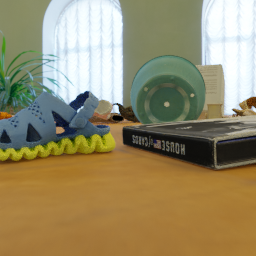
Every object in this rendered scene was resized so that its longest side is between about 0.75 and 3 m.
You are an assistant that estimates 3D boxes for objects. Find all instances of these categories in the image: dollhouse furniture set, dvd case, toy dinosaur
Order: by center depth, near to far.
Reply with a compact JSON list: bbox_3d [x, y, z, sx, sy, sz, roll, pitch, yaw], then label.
[{"bbox_3d":[1.485,0.049,3.641,2.605,0.322,1.958,-5,4,-23],"label":"dvd case"},{"bbox_3d":[3.443,-0.512,10.583,1.100,0.779,1.197,3,4,37],"label":"dollhouse furniture set"},{"bbox_3d":[0.409,-0.648,12.999,2.981,1.147,1.524,-9,-4,-30],"label":"toy dinosaur"}]

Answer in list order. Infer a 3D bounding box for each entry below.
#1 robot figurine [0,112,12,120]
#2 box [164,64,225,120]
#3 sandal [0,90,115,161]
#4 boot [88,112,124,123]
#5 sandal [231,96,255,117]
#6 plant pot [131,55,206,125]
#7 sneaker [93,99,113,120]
[{"bbox_3d":[-4.282,-0.258,8.653,1.231,0.494,1.698,-3,5,-40],"label":"robot figurine"},{"bbox_3d":[3.089,-1.468,12.719,2.436,2.097,2.448,1,-9,23],"label":"box"},{"bbox_3d":[-0.914,-0.051,3.076,1.692,0.737,0.672,-5,8,-40],"label":"sandal"},{"bbox_3d":[-1.004,-0.469,12.059,1.602,0.563,1.172,-5,9,-40],"label":"boot"},{"bbox_3d":[4.576,-0.707,10.155,0.998,0.895,2.720,35,12,4],"label":"sandal"},{"bbox_3d":[0.824,-0.606,5.837,1.734,1.734,1.629,0,16,8],"label":"plant pot"},{"bbox_3d":[-0.885,-0.715,11.152,0.862,0.620,1.649,18,-11,-35],"label":"sneaker"}]
